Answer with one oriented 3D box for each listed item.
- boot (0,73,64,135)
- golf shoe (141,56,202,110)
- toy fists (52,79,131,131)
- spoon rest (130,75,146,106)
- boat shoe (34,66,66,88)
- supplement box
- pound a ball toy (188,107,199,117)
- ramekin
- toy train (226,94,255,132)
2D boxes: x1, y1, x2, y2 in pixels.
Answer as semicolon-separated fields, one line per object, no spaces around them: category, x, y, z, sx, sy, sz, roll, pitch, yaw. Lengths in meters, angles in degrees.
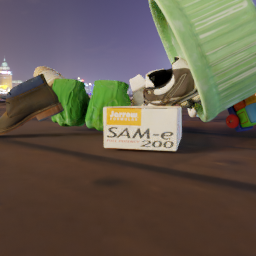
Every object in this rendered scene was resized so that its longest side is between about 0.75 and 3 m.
boot;-2.256;-0.429;5.585;1.765;0.855;0.659;-20;14;-4
golf shoe;0.631;-0.703;5.813;1.071;0.881;2.267;36;-42;-20
toy fists;-0.947;-0.515;6.678;2.215;1.129;0.762;7;-7;23
spoon rest;0.407;-0.755;6.642;0.863;0.527;1.737;-28;-25;5
boat shoe;-2.118;-1.163;8.686;0.973;0.913;2.639;-40;-12;-7
supplement box;0.341;-0.053;4.692;1.072;0.625;1.701;2;5;14
pound a ball toy;2.790;-0.851;10.006;0.956;0.623;1.466;-10;-14;-5
ramekin;1.560;-1.601;5.508;1.324;2.711;2.711;-25;2;8
toy train;2.631;-0.938;6.381;0.779;1.840;1.065;-7;-17;-29
